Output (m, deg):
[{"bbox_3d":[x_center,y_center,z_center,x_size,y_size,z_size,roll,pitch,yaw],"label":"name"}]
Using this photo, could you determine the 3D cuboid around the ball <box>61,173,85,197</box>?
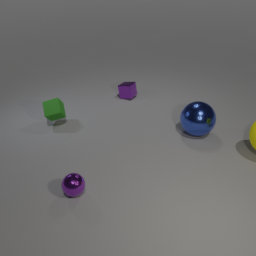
[{"bbox_3d":[-1.625,1.686,8.341,0.700,0.700,0.700,0,30,0],"label":"ball"}]

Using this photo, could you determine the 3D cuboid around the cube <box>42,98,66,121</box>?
[{"bbox_3d":[-3.117,-0.778,11.859,0.700,0.700,0.700,-15,75,3],"label":"cube"}]

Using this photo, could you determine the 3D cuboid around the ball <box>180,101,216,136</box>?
[{"bbox_3d":[2.787,-0.368,11.176,1.400,1.400,1.400,0,30,0],"label":"ball"}]

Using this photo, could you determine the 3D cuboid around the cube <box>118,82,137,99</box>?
[{"bbox_3d":[-0.017,-1.966,14.516,0.700,0.700,0.700,5,29,31],"label":"cube"}]

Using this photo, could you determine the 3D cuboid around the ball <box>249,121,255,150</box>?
[{"bbox_3d":[4.886,0.255,9.532,1.400,1.400,1.400,0,30,0],"label":"ball"}]
